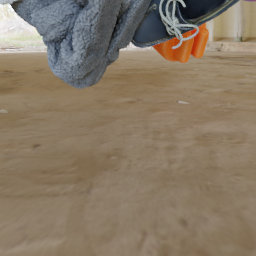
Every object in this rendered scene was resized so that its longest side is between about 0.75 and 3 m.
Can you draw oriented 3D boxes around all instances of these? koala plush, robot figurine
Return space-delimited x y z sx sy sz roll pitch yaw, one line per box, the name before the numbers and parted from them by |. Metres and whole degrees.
koala plush | -1.140 -2.006 4.601 2.269 2.085 2.012 34 29 9
robot figurine | 1.353 -3.380 9.206 1.745 2.153 2.993 29 20 -55

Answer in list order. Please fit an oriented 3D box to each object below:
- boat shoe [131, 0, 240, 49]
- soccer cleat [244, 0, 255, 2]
boat shoe | 0.998 -2.063 4.876 2.550 0.955 0.789 -19 41 31
soccer cleat | 2.558 -3.653 7.098 0.937 0.817 2.451 16 14 -48
